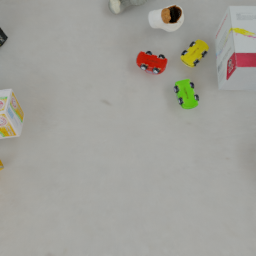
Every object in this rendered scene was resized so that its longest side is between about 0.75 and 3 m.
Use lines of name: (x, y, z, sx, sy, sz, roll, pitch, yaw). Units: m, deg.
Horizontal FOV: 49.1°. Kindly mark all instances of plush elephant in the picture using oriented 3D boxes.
plush elephant: (0.410, -4.522, 7.409, 2.533, 1.961, 2.086, -7, 73, -2)

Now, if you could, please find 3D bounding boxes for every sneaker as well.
sneaker: (1.194, -2.787, 7.116, 0.680, 1.606, 0.585, -1, 110, 36)

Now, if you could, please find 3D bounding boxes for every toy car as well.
toy car: (1.309, -1.276, 7.224, 1.947, 0.434, 1.832, -14, 74, -3)

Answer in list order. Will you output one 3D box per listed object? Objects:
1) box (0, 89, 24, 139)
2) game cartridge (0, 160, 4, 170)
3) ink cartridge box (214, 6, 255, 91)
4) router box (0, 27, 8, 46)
box: (-3.341, -0.261, 6.483, 1.552, 0.873, 0.787, -7, 48, -2)
game cartridge: (-3.919, 1.285, 5.584, 2.335, 2.058, 0.379, -28, 88, -9)
ink cartridge box: (2.980, -1.959, 6.993, 1.242, 1.248, 1.717, 0, 73, 0)
router box: (-4.709, -3.226, 6.903, 2.902, 2.175, 0.902, 34, 77, 9)
